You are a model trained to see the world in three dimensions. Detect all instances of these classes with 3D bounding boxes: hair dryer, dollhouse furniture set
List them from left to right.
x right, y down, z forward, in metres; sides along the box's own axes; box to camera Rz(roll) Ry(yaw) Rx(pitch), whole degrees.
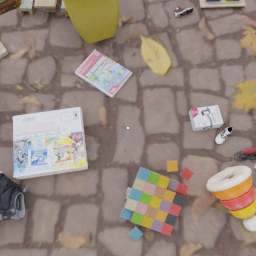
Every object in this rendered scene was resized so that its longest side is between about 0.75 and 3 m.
[{"bbox_3d":[-3.190,-6.051,11.110,2.398,1.817,2.736,1,70,1],"label":"dollhouse furniture set"},{"bbox_3d":[4.329,0.713,9.376,1.213,0.433,1.593,25,71,10],"label":"hair dryer"}]

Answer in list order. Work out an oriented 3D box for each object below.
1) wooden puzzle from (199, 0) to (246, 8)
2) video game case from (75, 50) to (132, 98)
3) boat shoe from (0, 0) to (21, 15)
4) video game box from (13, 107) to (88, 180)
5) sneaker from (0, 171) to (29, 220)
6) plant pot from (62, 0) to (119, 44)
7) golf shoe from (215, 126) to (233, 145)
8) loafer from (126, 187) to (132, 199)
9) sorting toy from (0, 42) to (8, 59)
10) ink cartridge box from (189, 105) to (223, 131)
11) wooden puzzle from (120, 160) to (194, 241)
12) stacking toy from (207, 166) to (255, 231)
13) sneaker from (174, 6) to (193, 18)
[{"bbox_3d":[3.920,-5.957,11.798,1.890,0.472,2.040,-2,70,0],"label":"wooden puzzle"},{"bbox_3d":[-0.921,-2.066,10.540,1.773,0.155,1.268,34,73,11],"label":"video game case"},{"bbox_3d":[-3.410,-2.895,6.892,1.592,0.541,0.573,-19,63,9],"label":"boat shoe"},{"bbox_3d":[-2.604,0.489,9.397,2.339,0.547,2.131,-8,68,-3],"label":"video game box"},{"bbox_3d":[-4.062,2.680,8.328,1.519,1.007,2.669,19,69,9],"label":"sneaker"},{"bbox_3d":[-1.298,-4.273,10.319,1.842,1.884,1.830,-21,41,-6],"label":"plant pot"},{"bbox_3d":[3.286,0.227,9.582,0.315,0.383,0.810,40,76,12],"label":"golf shoe"},{"bbox_3d":[0.550,2.089,8.887,1.239,0.445,0.389,1,63,3],"label":"loafer"},{"bbox_3d":[-6.155,-3.187,10.623,2.183,0.760,2.169,-36,74,-12],"label":"sorting toy"},{"bbox_3d":[2.716,-0.349,9.767,0.995,0.415,0.723,-9,70,-3],"label":"ink cartridge box"},{"bbox_3d":[0.826,2.208,8.505,1.631,0.193,2.750,22,90,-4],"label":"wooden puzzle"},{"bbox_3d":[3.427,2.254,8.578,1.417,1.417,1.940,-27,91,-10],"label":"stacking toy"},{"bbox_3d":[2.254,-4.873,11.500,0.796,0.301,0.460,-21,68,-6],"label":"sneaker"}]
